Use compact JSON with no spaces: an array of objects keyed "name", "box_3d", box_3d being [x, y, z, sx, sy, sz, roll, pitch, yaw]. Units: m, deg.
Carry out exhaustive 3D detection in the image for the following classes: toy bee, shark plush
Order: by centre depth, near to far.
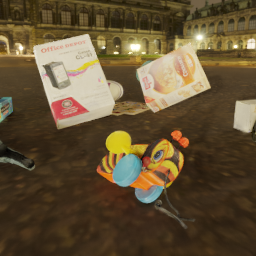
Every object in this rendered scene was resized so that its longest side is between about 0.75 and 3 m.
[{"name":"toy bee","box_3d":[0.437,0.616,4.567,2.244,1.220,1.469,24,-17,39]},{"name":"shark plush","box_3d":[-3.200,0.293,6.424,2.793,1.269,1.163,1,-16,23]}]

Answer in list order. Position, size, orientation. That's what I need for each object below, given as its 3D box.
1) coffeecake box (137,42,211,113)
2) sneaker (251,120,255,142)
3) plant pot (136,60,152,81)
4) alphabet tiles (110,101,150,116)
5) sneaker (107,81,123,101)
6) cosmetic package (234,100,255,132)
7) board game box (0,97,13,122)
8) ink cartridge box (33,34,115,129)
[{"name":"coffeecake box","box_3d":[1.646,-1.863,10.492,2.271,1.743,0.830,-24,-33,18]},{"name":"sneaker","box_3d":[3.862,0.236,7.451,0.858,0.563,1.491,11,25,7]},{"name":"plant pot","box_3d":[1.497,-4.286,21.872,1.672,1.672,1.638,7,25,24]},{"name":"alphabet tiles","box_3d":[-0.238,-0.887,12.103,2.176,0.083,2.615,10,18,31]},{"name":"sneaker","box_3d":[-1.720,-1.416,12.609,2.824,1.024,1.610,-4,18,19]},{"name":"cosmetic package","box_3d":[4.314,-0.435,8.935,1.764,0.913,0.645,-7,17,-21]},{"name":"board game box","box_3d":[-5.906,-0.665,10.262,2.730,0.641,2.061,-3,16,-9]},{"name":"ink cartridge box","box_3d":[-1.701,-1.449,8.792,1.847,2.502,1.071,-18,-11,-15]}]
